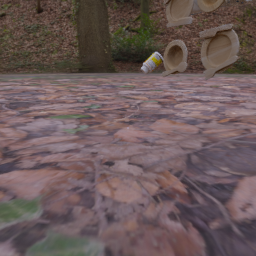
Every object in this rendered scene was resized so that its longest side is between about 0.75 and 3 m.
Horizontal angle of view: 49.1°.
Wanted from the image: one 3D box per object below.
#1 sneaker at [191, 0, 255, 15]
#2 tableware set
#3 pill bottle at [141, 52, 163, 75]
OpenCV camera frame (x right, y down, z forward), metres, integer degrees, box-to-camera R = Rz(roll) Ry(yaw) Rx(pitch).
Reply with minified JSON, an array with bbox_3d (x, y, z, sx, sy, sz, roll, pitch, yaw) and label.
[{"bbox_3d":[2.371,-3.482,7.030,2.788,1.045,1.208,-9,28,12],"label":"sneaker"},{"bbox_3d":[1.261,-1.908,5.272,0.242,2.083,1.740,-3,1,-34],"label":"tableware set"},{"bbox_3d":[0.934,-2.538,11.068,0.890,0.486,0.486,-44,18,0],"label":"pill bottle"}]
